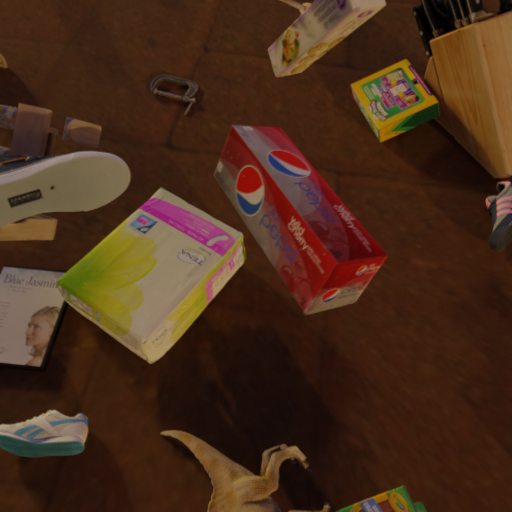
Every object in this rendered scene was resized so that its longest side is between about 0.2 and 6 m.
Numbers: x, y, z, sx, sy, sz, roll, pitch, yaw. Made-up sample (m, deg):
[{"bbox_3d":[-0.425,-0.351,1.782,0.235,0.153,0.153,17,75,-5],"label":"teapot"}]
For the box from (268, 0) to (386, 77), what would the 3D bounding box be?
[{"bbox_3d":[1.094,-3.966,9.853,0.653,3.151,0.610,-20,95,-20],"label":"box"}]

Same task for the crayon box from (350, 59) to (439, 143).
[{"bbox_3d":[3.071,-3.478,12.504,1.390,0.469,1.611,-24,55,7],"label":"crayon box"}]

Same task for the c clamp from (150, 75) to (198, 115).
[{"bbox_3d":[-1.951,-3.884,13.200,1.298,0.176,1.109,21,57,14],"label":"c clamp"}]

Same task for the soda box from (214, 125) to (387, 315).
[{"bbox_3d":[0.486,-0.607,7.681,0.896,0.989,2.825,-7,49,-35],"label":"soda box"}]

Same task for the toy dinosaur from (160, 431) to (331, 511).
[{"bbox_3d":[-0.051,3.224,7.666,1.594,0.918,3.152,-30,60,-18],"label":"toy dinosaur"}]

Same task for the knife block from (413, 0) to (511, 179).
[{"bbox_3d":[4.696,-4.086,11.274,1.289,3.537,4.029,-22,57,-14],"label":"knife block"}]

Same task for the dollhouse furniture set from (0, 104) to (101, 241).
[{"bbox_3d":[-3.286,-1.168,7.651,1.656,1.173,1.802,15,98,18],"label":"dollhouse furniture set"}]

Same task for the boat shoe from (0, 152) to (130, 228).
[{"bbox_3d":[-2.729,-0.986,6.964,2.148,0.760,0.975,-17,41,-23],"label":"boat shoe"}]

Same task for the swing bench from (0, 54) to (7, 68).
[{"bbox_3d":[-6.731,-4.569,13.401,1.005,0.656,1.011,8,54,6],"label":"swing bench"}]

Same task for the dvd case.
[{"bbox_3d":[-4.016,1.032,9.680,1.374,0.169,1.925,5,54,4],"label":"dvd case"}]

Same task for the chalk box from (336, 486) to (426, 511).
[{"bbox_3d":[1.684,3.665,7.318,1.445,0.896,0.902,-15,56,-15],"label":"chalk box"}]

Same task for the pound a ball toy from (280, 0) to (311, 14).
[{"bbox_3d":[0.687,-4.797,9.519,1.721,1.122,0.731,2,32,-43],"label":"pound a ball toy"}]

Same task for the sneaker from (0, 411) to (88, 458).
[{"bbox_3d":[-3.213,2.638,8.370,1.378,0.527,0.556,3,42,-3],"label":"sneaker"}]

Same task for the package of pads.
[{"bbox_3d":[-1.693,0.279,9.756,2.109,0.931,2.729,30,61,21],"label":"package of pads"}]

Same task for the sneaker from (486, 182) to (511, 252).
[{"bbox_3d":[4.701,-0.780,10.781,0.739,0.632,1.801,23,52,29],"label":"sneaker"}]
